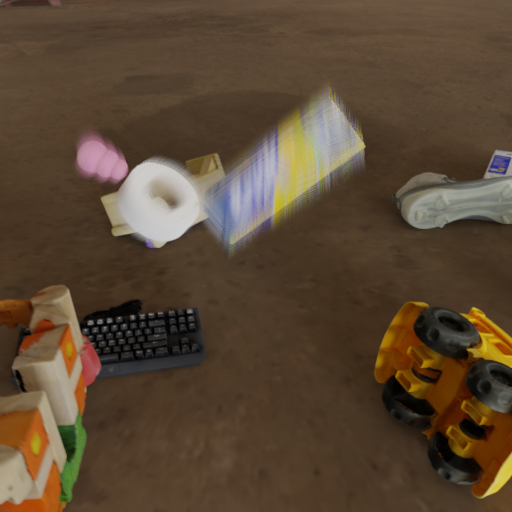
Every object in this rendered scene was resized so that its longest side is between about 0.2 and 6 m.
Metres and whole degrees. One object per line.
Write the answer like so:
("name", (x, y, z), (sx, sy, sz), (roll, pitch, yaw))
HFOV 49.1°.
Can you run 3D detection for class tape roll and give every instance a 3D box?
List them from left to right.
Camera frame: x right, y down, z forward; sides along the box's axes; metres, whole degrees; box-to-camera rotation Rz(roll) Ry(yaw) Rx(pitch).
("tape roll", (-1.375, -0.771, 7.920), (1.112, 0.389, 1.112), (22, 48, -26))

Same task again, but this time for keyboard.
("keyboard", (-1.924, 1.039, 7.461), (2.367, 0.304, 1.421), (-5, 32, -10))

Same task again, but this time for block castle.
("block castle", (-2.788, 1.776, 5.130), (2.225, 1.562, 3.330), (-5, 29, -1))

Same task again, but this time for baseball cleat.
("baseball cleat", (3.963, -1.199, 10.426), (2.797, 0.975, 1.488), (-4, 32, -7))

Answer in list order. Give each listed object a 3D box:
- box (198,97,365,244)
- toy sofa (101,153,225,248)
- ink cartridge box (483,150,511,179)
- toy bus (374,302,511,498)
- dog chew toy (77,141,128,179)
("box", (0.359, -1.310, 8.699), (2.541, 0.890, 0.817), (-36, 13, 14))
("toy sofa", (-1.559, -0.995, 10.322), (0.954, 1.124, 2.303), (-5, 21, 45))
("ink cartridge box", (5.426, -1.804, 12.027), (0.850, 0.333, 1.794), (15, 37, 23))
("toy bus", (2.526, 1.444, 6.105), (1.817, 1.284, 1.892), (3, 30, -27))
("dog chew toy", (-2.114, -1.302, 7.793), (0.705, 0.439, 0.439), (26, 34, -2))
